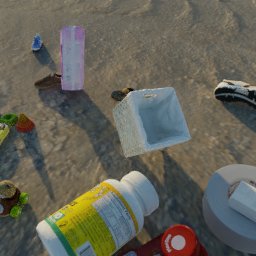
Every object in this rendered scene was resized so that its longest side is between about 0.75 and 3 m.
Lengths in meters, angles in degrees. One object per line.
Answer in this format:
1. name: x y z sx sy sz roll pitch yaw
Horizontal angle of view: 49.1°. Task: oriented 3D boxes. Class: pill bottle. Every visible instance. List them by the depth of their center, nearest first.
1. pill bottle: -0.670 2.420 7.394 2.996 1.689 1.689 -29 50 -28

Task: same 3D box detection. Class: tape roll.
1. tape roll: 3.498 2.281 8.183 2.518 0.832 2.518 -1 42 1

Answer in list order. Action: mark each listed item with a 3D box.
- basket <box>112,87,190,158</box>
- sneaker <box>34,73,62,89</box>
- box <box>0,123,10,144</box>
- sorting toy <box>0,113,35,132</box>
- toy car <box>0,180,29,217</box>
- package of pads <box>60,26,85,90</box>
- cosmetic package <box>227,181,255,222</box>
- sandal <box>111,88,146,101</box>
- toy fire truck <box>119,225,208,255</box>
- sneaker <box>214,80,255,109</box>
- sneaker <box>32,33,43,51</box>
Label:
1. basket: 0.713 -0.180 9.514 1.939 1.574 1.957 -11 81 -34
2. sneaker: -3.656 -2.361 13.398 1.712 0.646 0.603 -13 44 -14
3. box: -5.052 0.389 10.604 0.531 0.354 1.412 7 43 8
4. sorting toy: -4.784 -0.516 11.334 2.105 0.725 0.730 18 46 18
5. toy car: -3.657 1.942 8.286 0.977 1.190 0.939 10 43 11
6. package of pads: -2.457 -3.049 12.363 1.019 2.694 1.623 0 15 -12
7. cosmetic package: 3.630 2.184 7.335 1.793 0.454 0.740 30 50 31
8. sandal: 0.107 -1.542 12.628 1.743 0.476 0.712 6 43 7
9. toy fire truck: 1.054 3.703 6.425 2.185 1.459 2.602 -32 46 2
10. sneaker: 5.268 -1.589 12.310 2.738 1.009 1.095 17 43 18
11. sneaker: -5.341 -4.967 16.302 0.572 0.582 1.510 -4 44 -7
